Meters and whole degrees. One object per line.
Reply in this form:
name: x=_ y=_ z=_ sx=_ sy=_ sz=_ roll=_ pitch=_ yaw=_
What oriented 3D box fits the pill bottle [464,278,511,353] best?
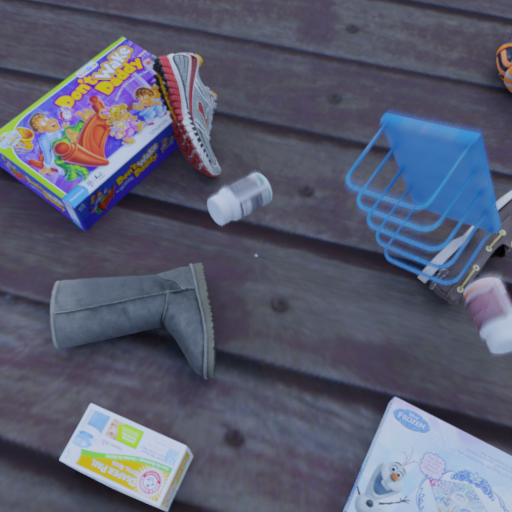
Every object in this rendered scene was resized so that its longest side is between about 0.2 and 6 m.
pill bottle: x=3.158 y=0.791 z=7.430 sx=0.517 sy=0.517 sz=0.906 roll=-7 pitch=55 yaw=-4

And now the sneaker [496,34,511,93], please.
sneaker: x=6.067 y=-4.036 z=10.735 sx=2.814 sy=1.092 sz=1.577 roll=-2 pitch=55 yaw=5

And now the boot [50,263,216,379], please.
boot: x=-1.806 y=1.028 z=8.220 sx=2.310 sy=0.838 sz=2.100 roll=-7 pitch=47 yaw=-11

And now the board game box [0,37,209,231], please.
board game box: x=-2.726 y=-2.307 z=10.114 sx=2.238 sy=0.745 sz=3.329 roll=34 pitch=66 yaw=17

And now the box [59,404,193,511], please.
box: x=-1.666 y=2.660 z=7.362 sx=1.451 sy=0.736 sz=0.816 roll=19 pitch=63 yaw=10

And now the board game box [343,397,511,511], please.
board game box: x=2.310 y=3.202 z=7.231 sx=2.012 sy=0.436 sz=2.002 roll=26 pitch=64 yaw=14

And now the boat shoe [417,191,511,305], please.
boat shoe: x=3.664 y=-0.212 z=8.912 sx=2.452 sy=0.881 sz=0.730 roll=-39 pitch=73 yaw=-15

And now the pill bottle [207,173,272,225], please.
pill bottle: x=-0.226 y=-0.772 z=7.648 sx=0.821 sy=0.465 sz=0.465 roll=-30 pitch=65 yaw=-26

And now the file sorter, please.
file sorter: x=2.353 y=-0.730 z=7.934 sx=1.434 sy=2.066 sz=1.267 roll=28 pitch=76 yaw=41

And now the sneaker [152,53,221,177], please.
sneaker: x=-0.976 y=-2.387 z=9.563 sx=0.893 sy=2.173 sz=0.846 roll=-24 pitch=21 yaw=-18
